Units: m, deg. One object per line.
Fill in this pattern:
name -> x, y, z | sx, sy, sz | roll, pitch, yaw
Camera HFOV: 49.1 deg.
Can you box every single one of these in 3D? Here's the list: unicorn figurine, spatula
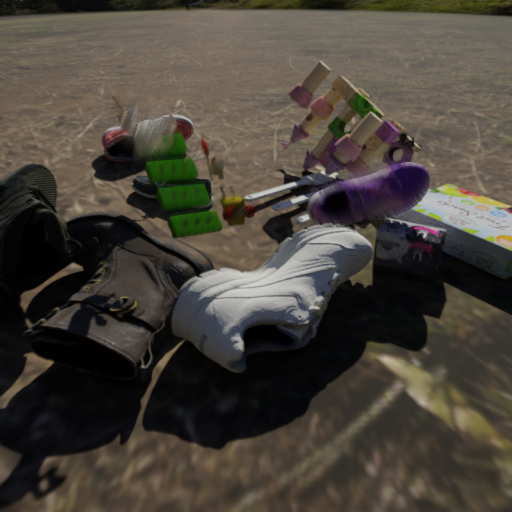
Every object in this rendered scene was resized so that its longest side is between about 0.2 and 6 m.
unicorn figurine -> -1.635, -1.889, 8.396 | 0.820, 1.194, 0.441 | -17, 63, -17
spatula -> 1.372, -1.355, 12.105 | 2.926, 0.235, 2.034 | -21, 37, -38

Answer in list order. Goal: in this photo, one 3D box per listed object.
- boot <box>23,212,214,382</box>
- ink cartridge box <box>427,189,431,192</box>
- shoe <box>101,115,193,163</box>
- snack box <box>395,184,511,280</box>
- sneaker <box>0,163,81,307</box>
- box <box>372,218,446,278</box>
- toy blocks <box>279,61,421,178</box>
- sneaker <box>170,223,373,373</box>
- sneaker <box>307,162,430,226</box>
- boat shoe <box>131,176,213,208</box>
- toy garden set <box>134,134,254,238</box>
boot -> -2.320, 0.491, 8.101 | 3.109, 1.077, 2.707 | 14, 32, 19
ink cartridge box -> 3.237, -1.112, 11.670 | 1.134, 0.336, 0.589 | -26, 39, -38
shoe -> -2.766, -2.986, 14.521 | 2.431, 0.868, 1.106 | -11, 32, -9
snack box -> 4.011, -0.535, 10.346 | 1.691, 0.630, 2.378 | -22, 36, -33
sneaker -> -3.499, -0.528, 8.970 | 1.826, 1.219, 3.188 | -18, 36, 17
box -> 2.615, -0.150, 9.593 | 1.070, 0.707, 0.614 | 13, 32, 22
toy blocks -> 1.994, -2.725, 13.328 | 2.632, 2.216, 2.460 | 6, 42, -53
sneaker -> 0.493, 0.639, 7.995 | 3.343, 1.246, 1.456 | -27, 47, -26
sneaker -> 1.874, -1.005, 9.471 | 2.157, 0.868, 0.954 | -17, -6, 12
boat shoe -> -1.844, -1.538, 12.115 | 2.041, 0.631, 0.764 | 18, 34, 28
toy garden set -> -1.077, -1.230, 9.851 | 1.663, 0.398, 1.995 | -11, 68, -34
